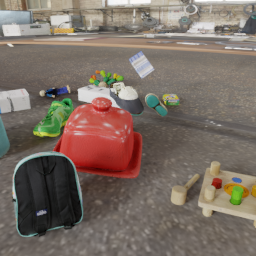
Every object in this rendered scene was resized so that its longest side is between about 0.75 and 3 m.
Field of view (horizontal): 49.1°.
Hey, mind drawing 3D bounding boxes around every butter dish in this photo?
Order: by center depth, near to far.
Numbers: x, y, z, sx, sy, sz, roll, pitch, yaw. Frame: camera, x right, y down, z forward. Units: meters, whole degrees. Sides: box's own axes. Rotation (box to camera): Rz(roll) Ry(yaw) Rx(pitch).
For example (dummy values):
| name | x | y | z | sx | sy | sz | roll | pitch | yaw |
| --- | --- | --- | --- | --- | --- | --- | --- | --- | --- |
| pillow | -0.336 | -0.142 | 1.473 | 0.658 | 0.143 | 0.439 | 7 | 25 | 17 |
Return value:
| name | x | y | z | sx | sy | sz | roll | pitch | yaw |
| --- | --- | --- | --- | --- | --- | --- | --- | --- | --- |
| butter dish | -0.860 | 0.015 | 8.725 | 2.743 | 2.033 | 2.751 | 7 | 29 | 3 |

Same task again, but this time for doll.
| name | x | y | z | sx | sy | sz | roll | pitch | yaw |
| --- | --- | --- | --- | --- | --- | --- | --- | --- | --- |
| doll | -4.065 | -2.018 | 15.564 | 1.621 | 0.393 | 1.106 | -13 | 34 | -13 |

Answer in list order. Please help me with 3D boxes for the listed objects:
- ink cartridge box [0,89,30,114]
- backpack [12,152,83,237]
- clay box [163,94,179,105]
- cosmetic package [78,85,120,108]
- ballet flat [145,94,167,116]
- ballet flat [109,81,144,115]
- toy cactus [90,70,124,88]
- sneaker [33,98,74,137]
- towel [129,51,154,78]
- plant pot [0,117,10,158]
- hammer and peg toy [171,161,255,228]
| name | x | y | z | sx | sy | sz | roll | pitch | yaw |
| --- | --- | --- | --- | --- | --- | --- | --- | --- | --- |
| ink cartridge box | -5.742 | -1.300 | 13.532 | 1.731 | 0.743 | 1.267 | -11 | 27 | -26 |
| backpack | -1.850 | 1.374 | 6.418 | 1.496 | 1.702 | 1.304 | -9 | 10 | -15 |
| clay box | 2.216 | -1.509 | 14.560 | 0.692 | 0.287 | 1.205 | 0 | 25 | -2 |
| cosmetic package | -1.181 | -1.627 | 14.349 | 2.705 | 0.685 | 1.116 | 15 | 29 | 30 |
| ballet flat | 1.122 | -1.039 | 11.684 | 0.555 | 1.598 | 0.555 | -18 | 52 | 24 |
| ballet flat | -0.163 | -1.377 | 11.735 | 0.980 | 0.980 | 2.682 | -10 | 27 | -21 |
| toy cactus | -1.374 | -2.624 | 16.520 | 2.181 | 1.115 | 1.800 | 8 | 44 | 11 |
| sneaker | -2.967 | -0.464 | 11.193 | 1.009 | 1.138 | 2.723 | 5 | 25 | 10 |
| towel | 0.662 | -3.036 | 13.430 | 0.839 | 1.142 | 0.136 | -36 | 3 | -17 |
| plant pot | -5.425 | -0.078 | 9.290 | 2.501 | 2.007 | 2.501 | 0 | 24 | 0 |
| hammer and peg toy | 2.381 | 1.523 | 7.146 | 2.340 | 0.825 | 1.721 | 10 | 26 | 20 |
